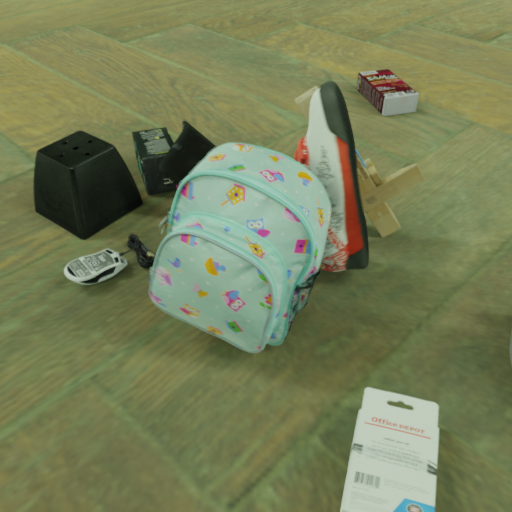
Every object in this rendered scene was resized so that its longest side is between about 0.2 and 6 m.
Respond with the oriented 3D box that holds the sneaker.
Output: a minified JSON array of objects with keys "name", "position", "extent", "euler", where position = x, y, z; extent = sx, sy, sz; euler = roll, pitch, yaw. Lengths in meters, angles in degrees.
[{"name":"sneaker","position":[0.654,-0.924,8.168],"extent":[1.672,3.119,1.042],"euler":[-5,44,15]}]

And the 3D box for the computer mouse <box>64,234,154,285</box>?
[{"name":"computer mouse","position":[-2.428,0.135,9.186],"extent":[1.466,0.322,0.804],"euler":[-23,50,-33]}]

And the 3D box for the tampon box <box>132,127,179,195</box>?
[{"name":"tampon box","position":[-1.958,-1.896,11.109],"extent":[0.715,0.849,1.133],"euler":[-13,42,-15]}]

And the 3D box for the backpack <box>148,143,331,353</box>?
[{"name":"backpack","position":[-0.205,-0.125,7.468],"extent":[2.191,2.492,1.910],"euler":[25,33,11]}]

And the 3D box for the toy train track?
[{"name":"toy train track","position":[1.518,-1.473,9.053],"extent":[1.819,3.171,0.516],"euler":[-29,41,16]}]

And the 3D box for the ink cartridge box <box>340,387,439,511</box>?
[{"name":"ink cartridge box","position":[1.536,2.374,6.368],"extent":[0.937,0.548,1.616],"euler":[11,42,13]}]

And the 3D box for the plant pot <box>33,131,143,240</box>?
[{"name":"plant pot","position":[-3.143,-1.404,10.204],"extent":[1.466,1.304,1.470],"euler":[28,47,28]}]

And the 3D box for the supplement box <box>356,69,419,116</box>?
[{"name":"supplement box","position":[3.240,-4.088,13.939],"extent":[0.886,0.495,1.627],"euler":[-11,41,-12]}]

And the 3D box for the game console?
[{"name":"game console","position":[-0.915,-1.575,10.405],"extent":[0.980,1.683,1.480],"euler":[-10,47,61]}]

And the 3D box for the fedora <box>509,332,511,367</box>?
[{"name":"fedora","position":[4.328,1.063,6.871],"extent":[1.068,2.366,2.093],"euler":[12,13,-33]}]
